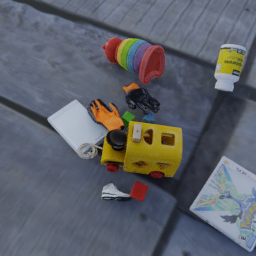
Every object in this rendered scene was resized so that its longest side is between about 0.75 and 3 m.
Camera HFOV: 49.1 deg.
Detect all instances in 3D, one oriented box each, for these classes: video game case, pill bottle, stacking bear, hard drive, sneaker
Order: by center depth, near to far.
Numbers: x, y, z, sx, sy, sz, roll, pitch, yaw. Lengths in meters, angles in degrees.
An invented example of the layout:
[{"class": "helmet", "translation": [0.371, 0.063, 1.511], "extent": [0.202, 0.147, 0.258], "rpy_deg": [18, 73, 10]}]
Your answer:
[{"class": "video game case", "translation": [2.823, 1.888, 7.334], "extent": [1.706, 0.206, 1.871], "rpy_deg": [33, 64, 18]}, {"class": "sneaker", "translation": [-0.284, 1.667, 7.416], "extent": [0.809, 0.305, 0.466], "rpy_deg": [5, 52, -4]}, {"class": "hard drive", "translation": [-1.494, -0.027, 8.482], "extent": [1.109, 0.224, 1.681], "rpy_deg": [-38, 66, -21]}, {"class": "pill bottle", "translation": [3.232, -1.911, 8.998], "extent": [0.769, 0.769, 1.381], "rpy_deg": [12, 97, 7]}, {"class": "stacking bear", "translation": [0.075, -2.438, 9.395], "extent": [2.067, 1.176, 1.255], "rpy_deg": [27, 41, 30]}]

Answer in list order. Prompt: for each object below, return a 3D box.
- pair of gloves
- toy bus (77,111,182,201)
[{"class": "pair of gloves", "translation": [-0.143, -0.644, 8.510], "extent": [2.049, 0.253, 1.825], "rpy_deg": [-25, 43, -17]}, {"class": "toy bus", "translation": [0.239, 0.448, 7.467], "extent": [2.489, 1.286, 2.349], "rpy_deg": [-33, 66, -26]}]
